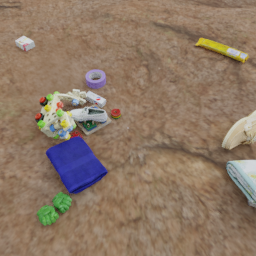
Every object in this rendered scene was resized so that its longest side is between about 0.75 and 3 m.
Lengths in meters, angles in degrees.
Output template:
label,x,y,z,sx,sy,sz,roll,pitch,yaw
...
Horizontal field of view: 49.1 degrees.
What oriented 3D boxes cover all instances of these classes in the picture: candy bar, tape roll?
label,x,y,z,sx,sy,sz,roll,pitch,yaw
candy bar,4.863,-4.059,14.521,2.772,0.307,0.691,29,61,20
tape roll,-1.496,-2.283,13.058,0.916,0.389,0.916,0,52,0

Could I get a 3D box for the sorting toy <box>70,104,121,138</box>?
label,x,y,z,sx,sy,sz,roll,pitch,yaw
sorting toy,-1.594,-0.417,11.549,2.531,0.428,1.220,-31,57,-22

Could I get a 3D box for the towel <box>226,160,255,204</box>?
label,x,y,z,sx,sy,sz,roll,pitch,yaw
towel,4.629,1.740,9.204,2.043,0.575,2.387,1,21,-3

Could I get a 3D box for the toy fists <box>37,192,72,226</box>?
label,x,y,z,sx,sy,sz,roll,pitch,yaw
toy fists,-2.373,2.633,9.137,0.604,0.408,1.185,36,58,24

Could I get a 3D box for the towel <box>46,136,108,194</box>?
label,x,y,z,sx,sy,sz,roll,pitch,yaw
towel,-1.890,1.311,10.176,1.527,0.512,2.067,-25,55,-26

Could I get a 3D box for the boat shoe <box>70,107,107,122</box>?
label,x,y,z,sx,sy,sz,roll,pitch,yaw
boat shoe,-1.595,-0.616,11.101,1.562,0.522,0.575,2,52,1

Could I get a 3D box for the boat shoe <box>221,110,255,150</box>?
label,x,y,z,sx,sy,sz,roll,pitch,yaw
boat shoe,4.686,0.121,10.779,2.586,0.953,0.895,-32,52,-24

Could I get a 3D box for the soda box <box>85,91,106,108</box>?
label,x,y,z,sx,sy,sz,roll,pitch,yaw
soda box,-1.424,-1.246,12.287,0.944,0.301,0.322,28,57,21

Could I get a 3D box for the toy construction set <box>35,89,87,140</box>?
label,x,y,z,sx,sy,sz,roll,pitch,yaw
toy construction set,-2.687,-0.688,11.192,1.809,1.271,2.759,-16,36,23

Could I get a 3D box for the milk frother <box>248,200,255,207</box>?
label,x,y,z,sx,sy,sz,roll,pitch,yaw
milk frother,4.396,2.629,9.057,0.830,0.796,0.882,14,77,55

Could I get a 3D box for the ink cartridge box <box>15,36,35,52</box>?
label,x,y,z,sx,sy,sz,roll,pitch,yaw
ink cartridge box,-5.449,-4.470,14.821,0.825,0.344,0.599,31,58,22
